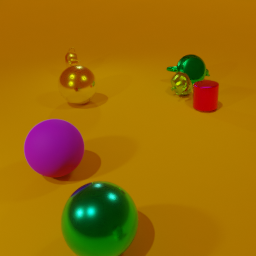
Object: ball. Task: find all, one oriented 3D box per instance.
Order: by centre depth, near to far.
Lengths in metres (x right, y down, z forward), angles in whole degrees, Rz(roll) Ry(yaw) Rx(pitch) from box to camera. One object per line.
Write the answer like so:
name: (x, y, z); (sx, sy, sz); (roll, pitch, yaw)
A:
ball: (-0.432, 1.427, 4.349); (1.192, 1.192, 1.192); (0, 30, 0)
ball: (-1.561, 0.428, 5.991); (1.240, 1.240, 1.240); (0, 30, 0)
ball: (-1.624, -1.392, 9.079); (1.265, 1.265, 1.265); (0, 30, 0)

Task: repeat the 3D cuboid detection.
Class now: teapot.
teapot: (1.820, -1.483, 9.733); (0.681, 0.865, 1.391); (-28, 27, 1)
teapot: (2.379, -2.148, 10.623); (1.891, 1.176, 0.926); (5, -1, -12)
teapot: (-2.169, -2.584, 11.150); (0.599, 1.223, 0.761); (-7, 15, -6)

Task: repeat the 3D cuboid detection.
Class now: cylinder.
cylinder: (2.458, -1.035, 8.872); (0.778, 0.778, 0.778); (-4, 25, 2)
